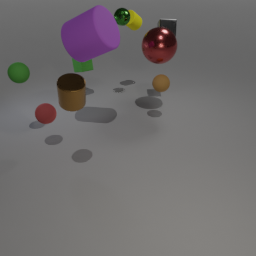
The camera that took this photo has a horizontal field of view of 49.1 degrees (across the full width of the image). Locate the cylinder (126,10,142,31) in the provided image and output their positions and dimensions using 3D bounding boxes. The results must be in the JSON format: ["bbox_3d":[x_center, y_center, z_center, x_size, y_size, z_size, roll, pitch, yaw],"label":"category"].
[{"bbox_3d":[0.200,-5.001,13.019,0.700,0.700,0.700,20,5,32],"label":"cylinder"}]

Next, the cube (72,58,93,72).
[{"bbox_3d":[-2.190,-3.097,13.528,0.700,0.700,0.700,-21,21,-38],"label":"cube"}]

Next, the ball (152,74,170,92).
[{"bbox_3d":[1.313,-1.774,11.102,0.700,0.700,0.700,0,29,0],"label":"ball"}]

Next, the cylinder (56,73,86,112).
[{"bbox_3d":[-1.414,-0.895,7.051,0.700,0.700,0.700,4,50,-5],"label":"cylinder"}]

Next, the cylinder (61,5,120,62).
[{"bbox_3d":[-1.203,-3.031,9.130,1.400,1.400,1.400,-13,20,31],"label":"cylinder"}]

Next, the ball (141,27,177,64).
[{"bbox_3d":[1.229,-3.227,10.988,1.400,1.400,1.400,0,29,0],"label":"ball"}]

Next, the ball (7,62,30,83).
[{"bbox_3d":[-3.639,-1.840,9.332,0.700,0.700,0.700,0,29,0],"label":"ball"}]

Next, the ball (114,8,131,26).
[{"bbox_3d":[-0.241,-4.617,11.632,0.700,0.700,0.700,0,29,0],"label":"ball"}]

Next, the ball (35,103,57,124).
[{"bbox_3d":[-2.743,-0.480,9.346,0.700,0.700,0.700,0,29,0],"label":"ball"}]

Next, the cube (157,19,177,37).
[{"bbox_3d":[1.613,-4.125,11.762,0.700,0.700,0.700,1,6,-4],"label":"cube"}]
